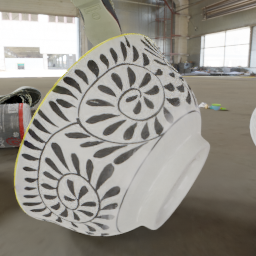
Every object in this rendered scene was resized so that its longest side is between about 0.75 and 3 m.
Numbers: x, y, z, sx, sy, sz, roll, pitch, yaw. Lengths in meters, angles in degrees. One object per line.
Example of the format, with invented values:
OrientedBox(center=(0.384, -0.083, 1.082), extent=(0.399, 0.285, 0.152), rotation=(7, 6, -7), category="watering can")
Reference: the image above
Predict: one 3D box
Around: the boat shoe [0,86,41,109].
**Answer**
OrientedBox(center=(-4.404, -1.020, 11.321), extent=(0.901, 1.000, 2.829), rotation=(6, 22, 26), category="boat shoe")

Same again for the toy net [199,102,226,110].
OrientedBox(center=(3.775, -1.018, 12.700), extent=(0.704, 0.259, 1.341), rotation=(-6, 14, -26), category="toy net")

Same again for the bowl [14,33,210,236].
OrientedBox(center=(0.138, 0.347, 3.163), extent=(1.154, 2.459, 2.459), rotation=(33, 27, 24), category="bowl")

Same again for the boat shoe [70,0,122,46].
OrientedBox(center=(-0.568, -2.097, 4.895), extent=(0.659, 0.579, 1.852), rotation=(-10, -29, 16), category="boat shoe")

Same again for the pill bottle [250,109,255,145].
OrientedBox(center=(3.833, -0.213, 6.059), extent=(1.653, 1.653, 2.896), rotation=(11, 16, 40), category="pill bottle")

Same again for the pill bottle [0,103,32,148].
OrientedBox(center=(-3.237, -0.020, 6.617), extent=(1.797, 1.041, 1.041), rotation=(-5, 14, -14), category="pill bottle")
